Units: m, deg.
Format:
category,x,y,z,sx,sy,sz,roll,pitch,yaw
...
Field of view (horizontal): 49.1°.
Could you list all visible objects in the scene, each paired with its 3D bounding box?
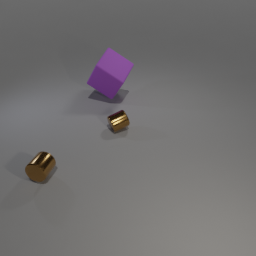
category,x,y,z,sx,sy,sz,roll,pitch,yaw
cube,-0.815,-2.486,12.859,1.400,1.400,1.400,32,53,-9
cylinder,-0.385,-0.277,11.220,0.700,0.700,0.700,-26,39,-11
cylinder,-2.744,1.211,8.812,0.700,0.700,0.700,8,32,13
